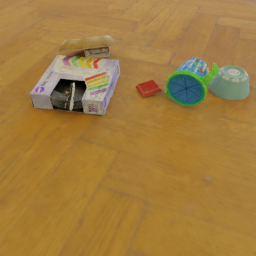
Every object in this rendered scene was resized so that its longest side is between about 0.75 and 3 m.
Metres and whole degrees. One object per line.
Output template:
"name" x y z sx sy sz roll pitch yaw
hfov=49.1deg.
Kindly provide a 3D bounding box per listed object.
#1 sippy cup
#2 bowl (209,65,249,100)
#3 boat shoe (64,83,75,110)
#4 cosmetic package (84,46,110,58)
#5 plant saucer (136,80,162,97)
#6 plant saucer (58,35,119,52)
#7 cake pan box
"sippy cup" 2.136 -1.654 9.483 1.761 1.383 1.291 14 51 23
"bowl" 3.727 -1.728 10.138 1.459 0.763 1.459 0 43 0
"boat shoe" -1.794 -0.972 8.587 0.261 0.867 0.320 10 22 -4
"cosmetic package" -1.344 -3.315 12.076 1.022 0.446 0.528 -12 47 -12
"plant saucer" 0.749 -1.480 10.197 0.780 0.143 0.779 -19 42 -8
"plant saucer" -1.631 -3.477 11.442 2.482 0.439 2.482 -6 17 2
"cake pan box" -1.783 -1.587 10.026 2.533 0.719 2.750 6 44 10
